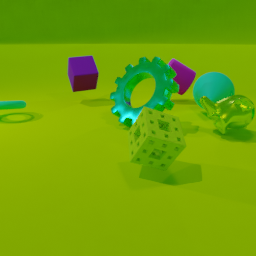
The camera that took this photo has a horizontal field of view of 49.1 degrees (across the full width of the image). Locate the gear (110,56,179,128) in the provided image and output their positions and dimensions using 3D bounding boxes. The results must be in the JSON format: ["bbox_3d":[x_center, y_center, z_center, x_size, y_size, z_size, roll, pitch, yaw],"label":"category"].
[{"bbox_3d":[0.412,-1.019,8.037,2.097,2.097,0.388,17,-7,41],"label":"gear"}]

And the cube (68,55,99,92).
[{"bbox_3d":[-1.762,-2.106,10.887,0.961,0.961,0.961,-10,61,-20],"label":"cube"}]

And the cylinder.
[{"bbox_3d":[1.945,-2.013,11.069,1.070,1.070,1.070,30,18,-6],"label":"cylinder"}]

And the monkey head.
[{"bbox_3d":[2.649,-0.534,7.410,1.098,1.311,1.822,-38,-7,10],"label":"monkey head"}]

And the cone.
[{"bbox_3d":[2.634,-0.969,8.895,1.364,1.364,1.369,7,24,21],"label":"cone"}]

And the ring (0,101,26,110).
[{"bbox_3d":[-3.933,-0.726,8.958,1.288,0.258,1.288,-2,6,0],"label":"ring"}]

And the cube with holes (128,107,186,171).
[{"bbox_3d":[0.517,0.213,5.362,0.769,0.769,0.769,15,42,-19],"label":"cube with holes"}]
